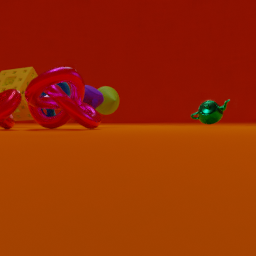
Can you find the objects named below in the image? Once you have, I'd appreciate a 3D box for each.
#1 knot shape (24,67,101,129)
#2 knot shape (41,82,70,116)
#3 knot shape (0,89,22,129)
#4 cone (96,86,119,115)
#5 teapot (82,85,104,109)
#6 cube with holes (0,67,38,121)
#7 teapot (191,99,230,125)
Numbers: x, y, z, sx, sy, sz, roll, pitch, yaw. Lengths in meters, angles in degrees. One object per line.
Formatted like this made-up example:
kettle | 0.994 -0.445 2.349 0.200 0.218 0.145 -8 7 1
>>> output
knot shape | -1.264 -0.472 5.682 1.608 0.794 1.719 27 -27 -21
knot shape | -1.785 -0.747 6.501 0.514 1.113 1.042 -1 -39 -52
knot shape | -2.757 -0.387 5.322 1.707 0.789 1.597 5 1 2
cone | -0.610 -0.959 9.827 1.029 1.029 1.033 0 6 -22
teapot | -1.110 -0.837 8.178 0.779 0.614 1.253 20 19 -34
cube with holes | -3.733 -1.137 9.609 1.260 1.260 1.260 -3 -41 17
teapot | 2.267 -0.475 7.678 1.116 0.694 0.547 -20 -42 17
